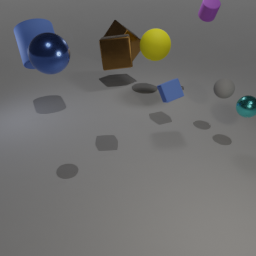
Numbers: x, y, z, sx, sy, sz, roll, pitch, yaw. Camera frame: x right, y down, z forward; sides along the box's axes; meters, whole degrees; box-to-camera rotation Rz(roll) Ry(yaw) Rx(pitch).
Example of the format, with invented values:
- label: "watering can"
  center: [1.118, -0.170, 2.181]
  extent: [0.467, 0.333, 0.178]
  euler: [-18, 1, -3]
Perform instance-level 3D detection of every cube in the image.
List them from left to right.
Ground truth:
- label: "cube"
  center: [-0.278, -1.820, 6.698]
  extent: [0.700, 0.700, 0.700]
  euler: [-6, 23, 1]
- label: "cube"
  center: [-0.292, -4.237, 13.996]
  extent: [1.400, 1.400, 1.400]
  euler: [21, 24, -44]
- label: "cube"
  center: [1.594, -1.404, 10.566]
  extent: [0.700, 0.700, 0.700]
  euler: [-23, 8, -4]

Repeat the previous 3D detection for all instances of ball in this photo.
- label: "ball"
  center: [-1.350, -1.276, 4.818]
  extent: [0.700, 0.700, 0.700]
  euler: [0, 29, 0]
- label: "ball"
  center: [1.234, -3.746, 12.642]
  extent: [1.400, 1.400, 1.400]
  euler: [0, 29, 0]
- label: "ball"
  center: [3.297, -1.359, 9.605]
  extent: [0.700, 0.700, 0.700]
  euler: [0, 29, 0]
- label: "ball"
  center: [3.762, -0.671, 8.806]
  extent: [0.700, 0.700, 0.700]
  euler: [0, 29, 0]

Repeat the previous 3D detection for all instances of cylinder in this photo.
- label: "cylinder"
  center: [-3.320, -3.070, 10.354]
  extent: [1.400, 1.400, 1.400]
  euler: [-16, 0, 0]
- label: "cylinder"
  center: [3.236, -4.742, 11.169]
  extent: [0.700, 0.700, 0.700]
  euler: [2, 67, -4]
